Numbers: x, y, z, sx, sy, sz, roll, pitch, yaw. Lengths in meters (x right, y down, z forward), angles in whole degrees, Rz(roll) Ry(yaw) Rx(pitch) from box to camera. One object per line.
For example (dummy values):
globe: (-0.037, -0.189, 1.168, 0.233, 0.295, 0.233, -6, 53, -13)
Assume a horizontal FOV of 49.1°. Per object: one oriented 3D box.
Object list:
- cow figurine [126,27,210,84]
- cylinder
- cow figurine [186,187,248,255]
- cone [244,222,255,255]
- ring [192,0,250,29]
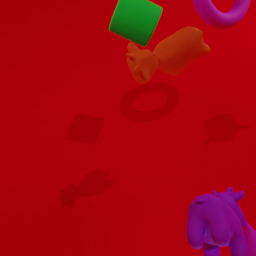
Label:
cow figurine: (0.579, -1.116, 4.240, 1.172, 1.153, 0.643, -29, 80, 33)
cylinder: (0.146, -2.170, 5.593, 0.823, 0.823, 0.823, 23, 64, -7)
cow figurine: (0.879, 0.853, 2.748, 0.494, 0.900, 0.885, -21, 38, 28)
cone: (1.469, 1.581, 3.070, 1.071, 1.071, 1.075, -11, 75, -6)
ring: (2.021, -2.995, 6.013, 1.681, 0.336, 1.681, -4, 98, -29)
